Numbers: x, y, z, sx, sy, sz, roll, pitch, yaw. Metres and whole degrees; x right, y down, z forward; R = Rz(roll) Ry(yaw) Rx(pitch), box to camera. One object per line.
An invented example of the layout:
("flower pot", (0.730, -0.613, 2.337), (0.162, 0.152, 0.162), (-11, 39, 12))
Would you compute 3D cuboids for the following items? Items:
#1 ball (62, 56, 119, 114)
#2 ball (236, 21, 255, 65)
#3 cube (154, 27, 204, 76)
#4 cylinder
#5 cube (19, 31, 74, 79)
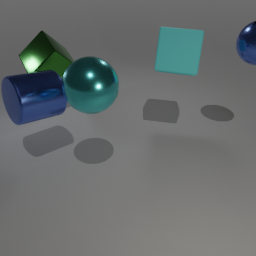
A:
("ball", (-0.918, -1.046, 6.907), (1.400, 1.400, 1.400), (0, 31, 0))
("ball", (4.205, -2.717, 8.956), (1.400, 1.400, 1.400), (0, 31, 0))
("cube", (1.744, -2.575, 9.614), (1.400, 1.400, 1.400), (9, 11, 9))
("cylinder", (-2.746, -0.917, 8.216), (1.400, 1.400, 1.400), (-19, 36, -38))
("cube", (-3.109, -2.604, 10.977), (1.400, 1.400, 1.400), (55, 14, 30))
